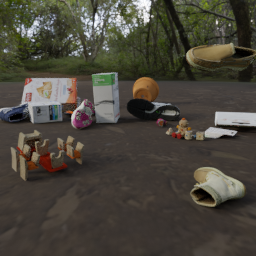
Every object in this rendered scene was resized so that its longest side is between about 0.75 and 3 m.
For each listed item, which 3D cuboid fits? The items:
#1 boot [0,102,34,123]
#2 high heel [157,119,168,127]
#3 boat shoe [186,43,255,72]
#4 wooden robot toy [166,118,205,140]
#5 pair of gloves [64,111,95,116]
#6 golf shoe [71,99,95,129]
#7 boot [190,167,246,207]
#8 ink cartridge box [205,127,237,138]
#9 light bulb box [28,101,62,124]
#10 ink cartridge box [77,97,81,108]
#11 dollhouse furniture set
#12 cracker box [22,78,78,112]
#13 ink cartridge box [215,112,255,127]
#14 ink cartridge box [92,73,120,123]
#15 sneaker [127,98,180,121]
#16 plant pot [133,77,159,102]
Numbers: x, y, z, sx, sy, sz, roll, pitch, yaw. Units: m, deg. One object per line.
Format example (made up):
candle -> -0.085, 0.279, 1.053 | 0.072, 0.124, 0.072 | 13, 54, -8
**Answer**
boot -> -4.989, -0.688, 13.320 | 0.957, 0.771, 2.118 | 18, 28, 34
high heel -> 1.317, -0.275, 11.944 | 0.475, 0.333, 0.990 | 18, 15, 27
boat shoe -> 3.115, -2.436, 9.169 | 2.468, 0.884, 0.940 | -6, -17, -22
wooden robot toy -> 1.988, 0.009, 9.945 | 0.667, 0.687, 1.513 | -11, 16, -43
pair of gloves -> -2.323, -0.755, 14.546 | 1.803, 0.223, 1.606 | -6, 12, -37
golf shoe -> -2.060, -0.432, 12.148 | 1.007, 0.829, 2.200 | -36, 15, 22
boot -> 1.530, 1.132, 5.470 | 0.909, 0.424, 1.175 | -9, 17, -32
ink cartridge box -> 3.368, 0.214, 10.148 | 0.992, 0.249, 0.799 | 12, 16, 28
light bulb box -> -3.873, -0.757, 13.082 | 1.320, 0.824, 1.309 | -6, 14, -26
ink cartridge box -> -3.690, -1.530, 17.035 | 1.533, 0.646, 1.120 | -4, 13, -16
dollhouse furniture set -> -2.169, 0.712, 7.110 | 1.587, 0.817, 1.570 | -12, 29, -43
cracker box -> -4.365, -1.886, 15.878 | 2.891, 0.834, 1.936 | -2, 55, -6
ink cartridge box -> 4.508, -0.187, 11.436 | 1.767, 0.522, 2.208 | 4, 17, 15
ink cartridge box -> -0.972, -1.410, 12.936 | 0.922, 2.193, 1.600 | -2, 12, 7
sneaker -> 1.292, -0.845, 13.806 | 2.591, 0.978, 1.491 | 11, 6, 13
plant pot -> 1.085, -2.319, 18.559 | 1.783, 1.783, 1.248 | 3, 29, 15
